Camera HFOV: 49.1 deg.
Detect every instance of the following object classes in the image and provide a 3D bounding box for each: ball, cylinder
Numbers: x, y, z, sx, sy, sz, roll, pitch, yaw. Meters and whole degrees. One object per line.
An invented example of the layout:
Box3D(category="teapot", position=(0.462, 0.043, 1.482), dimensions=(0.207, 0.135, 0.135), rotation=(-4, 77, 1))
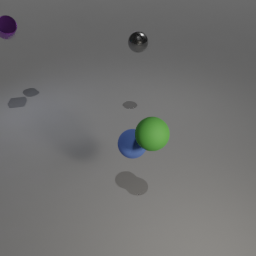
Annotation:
Box3D(category="ball", position=(0.105, 0.371, 6.609), dimensions=(0.700, 0.700, 0.700), rotation=(0, 33, 0))
Box3D(category="ball", position=(0.348, -2.958, 9.660), dimensions=(0.700, 0.700, 0.700), rotation=(0, 33, 0))
Box3D(category="ball", position=(0.490, 0.120, 5.678), dimensions=(0.700, 0.700, 0.700), rotation=(0, 33, 0))
Box3D(category="cylinder", position=(-4.605, -3.798, 10.599), dimensions=(0.700, 0.700, 0.700), rotation=(-19, 9, -26))
